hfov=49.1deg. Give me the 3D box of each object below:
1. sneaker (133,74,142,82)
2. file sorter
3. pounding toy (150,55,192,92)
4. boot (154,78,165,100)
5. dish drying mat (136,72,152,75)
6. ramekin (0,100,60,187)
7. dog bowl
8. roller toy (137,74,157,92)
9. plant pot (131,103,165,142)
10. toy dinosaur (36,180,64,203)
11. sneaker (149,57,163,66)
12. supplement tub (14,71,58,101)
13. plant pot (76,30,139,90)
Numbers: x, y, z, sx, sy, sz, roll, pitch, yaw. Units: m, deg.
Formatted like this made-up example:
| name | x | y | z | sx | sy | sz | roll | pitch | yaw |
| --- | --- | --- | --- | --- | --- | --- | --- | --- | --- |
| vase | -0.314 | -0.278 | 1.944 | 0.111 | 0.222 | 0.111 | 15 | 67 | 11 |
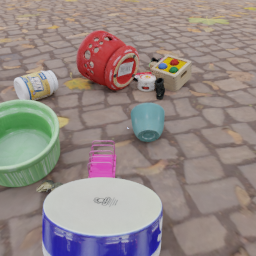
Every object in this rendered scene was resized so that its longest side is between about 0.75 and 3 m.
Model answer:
| name | x | y | z | sx | sy | sz | roll | pitch | yaw |
| --- | --- | --- | --- | --- | --- | --- | --- | --- | --- |
| sneaker | 0.521 | -2.662 | 14.574 | 0.770 | 0.322 | 0.465 | 31 | 50 | 26 |
| file sorter | -0.812 | 0.998 | 8.875 | 0.811 | 0.732 | 1.167 | 0 | 34 | 1 |
| pounding toy | 2.015 | -3.133 | 14.221 | 2.327 | 1.065 | 2.044 | 27 | 57 | 33 |
| boot | 1.479 | -1.971 | 13.022 | 0.448 | 0.891 | 1.191 | -6 | 35 | 8 |
| dish drying mat | 0.951 | -2.849 | 15.051 | 1.311 | 0.119 | 0.504 | -8 | 36 | -13 |
| ramekin | -3.386 | 0.498 | 8.645 | 2.679 | 1.309 | 2.679 | 1 | 49 | -1 |
| dog bowl | -0.552 | 2.082 | 6.257 | 2.629 | 1.035 | 2.629 | 3 | 13 | -1 |
| roller toy | 0.916 | -2.226 | 13.631 | 0.889 | 0.681 | 0.975 | -22 | 40 | -28 |
| plant pot | 0.723 | -0.121 | 10.138 | 1.269 | 1.269 | 1.018 | 0 | 56 | 1 |
| toy dinosaur | -1.688 | 1.946 | 7.729 | 2.249 | 0.534 | 0.991 | 13 | 30 | 12 |
| sneaker | 1.879 | -3.457 | 15.389 | 1.727 | 0.724 | 0.663 | 25 | 42 | 32 |
| supplement tub | -4.141 | -1.901 | 12.695 | 1.650 | 1.194 | 1.194 | -27 | 43 | -33 |
| plant pot | -0.881 | -3.139 | 13.521 | 2.255 | 2.477 | 2.477 | 36 | 47 | 27 |
